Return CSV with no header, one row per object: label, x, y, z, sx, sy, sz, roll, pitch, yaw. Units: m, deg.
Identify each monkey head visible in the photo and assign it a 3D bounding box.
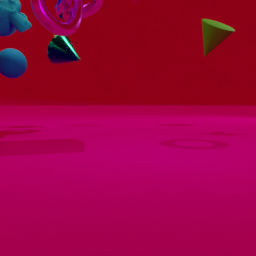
monkey head,-2.948,-2.597,6.874,1.592,1.146,0.960,-48,2,-38

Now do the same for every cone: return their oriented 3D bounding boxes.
cone,-1.743,-2.194,8.391,0.948,0.944,0.944,31,20,27
cone,2.861,-2.976,9.611,1.136,1.140,1.136,12,33,-8

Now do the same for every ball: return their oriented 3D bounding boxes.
ball,-3.382,-1.874,8.139,0.847,0.847,0.847,0,5,0

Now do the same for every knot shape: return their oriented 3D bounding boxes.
knot shape,-1.316,-3.295,6.611,0.941,1.905,2.036,30,37,12

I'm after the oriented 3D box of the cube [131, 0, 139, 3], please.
cube,0.076,-3.220,4.948,1.252,1.252,1.252,34,9,-12
